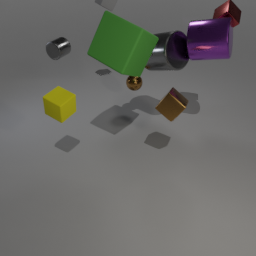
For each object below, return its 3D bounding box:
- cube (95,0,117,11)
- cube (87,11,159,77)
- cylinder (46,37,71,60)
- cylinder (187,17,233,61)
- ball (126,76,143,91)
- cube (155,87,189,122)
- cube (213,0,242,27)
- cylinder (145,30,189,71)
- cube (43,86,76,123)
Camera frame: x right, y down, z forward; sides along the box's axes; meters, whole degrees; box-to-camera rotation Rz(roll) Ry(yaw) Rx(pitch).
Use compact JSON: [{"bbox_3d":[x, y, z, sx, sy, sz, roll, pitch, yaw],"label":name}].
[{"bbox_3d":[-0.995,-5.940,12.960,0.700,0.700,0.700,11,26,-41],"label":"cube"},{"bbox_3d":[-0.136,-2.560,8.740,1.400,1.400,1.400,33,18,18],"label":"cube"},{"bbox_3d":[-2.688,-3.078,10.837,0.700,0.700,0.700,15,39,23],"label":"cylinder"},{"bbox_3d":[2.952,-3.160,10.032,1.400,1.400,1.400,4,31,25],"label":"cylinder"},{"bbox_3d":[0.267,-1.925,11.831,0.700,0.700,0.700,0,32,0],"label":"ball"},{"bbox_3d":[1.403,-0.743,8.885,0.700,0.700,0.700,41,30,-1],"label":"cube"},{"bbox_3d":[3.616,-4.081,10.251,0.700,0.700,0.700,-22,42,52],"label":"cube"},{"bbox_3d":[1.383,-2.871,10.569,1.400,1.400,1.400,-25,23,-34],"label":"cylinder"},{"bbox_3d":[-2.067,-0.719,8.527,0.700,0.700,0.700,28,49,18],"label":"cube"}]
